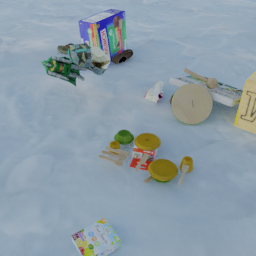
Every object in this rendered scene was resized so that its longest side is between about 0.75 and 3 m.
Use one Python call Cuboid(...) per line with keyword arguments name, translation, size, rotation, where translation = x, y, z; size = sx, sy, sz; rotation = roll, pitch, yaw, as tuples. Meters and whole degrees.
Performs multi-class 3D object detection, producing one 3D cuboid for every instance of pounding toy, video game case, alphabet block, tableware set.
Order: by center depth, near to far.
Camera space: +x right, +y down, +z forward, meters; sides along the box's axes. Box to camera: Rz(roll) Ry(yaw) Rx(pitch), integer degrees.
Cuboid(name="tableware set", translation=(0.616, 0.860, 8.590), size=(2.743, 0.421, 1.848), rotation=(15, 39, 19))
Cuboid(name="alphabet block", translation=(5.119, -0.848, 9.613), size=(1.979, 1.944, 1.933), rotation=(26, 42, 31))
Cuboid(name="pounding toy", translation=(2.400, -1.087, 10.521), size=(1.476, 1.913, 0.888), rotation=(19, 2, 2))
Cuboid(name="video game case", translation=(3.406, -1.622, 11.443), size=(2.679, 0.295, 2.442), rotation=(27, 28, 31))

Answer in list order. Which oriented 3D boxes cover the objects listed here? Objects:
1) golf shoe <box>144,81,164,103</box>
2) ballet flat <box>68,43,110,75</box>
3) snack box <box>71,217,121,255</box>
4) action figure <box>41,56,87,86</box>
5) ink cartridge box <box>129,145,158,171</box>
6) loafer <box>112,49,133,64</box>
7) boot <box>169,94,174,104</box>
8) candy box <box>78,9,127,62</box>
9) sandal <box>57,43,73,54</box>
Cuboid(name="golf shoe", translation=(1.238, -1.503, 11.767), size=(0.666, 0.548, 1.456), rotation=(32, 46, 12))
Cuboid(name="ballet flat", translation=(-1.189, -2.616, 10.692), size=(1.034, 1.034, 2.786), rotation=(13, 10, 16))
Cuboid(name="snack box", translation=(-0.727, 2.578, 6.401), size=(0.893, 0.302, 0.753), rotation=(-21, 41, -28))
Cuboid(name="action figure", translation=(-2.487, -2.310, 10.891), size=(0.590, 1.274, 2.156), rotation=(21, 11, 31))
Cuboid(name="ink cartridge box", translation=(0.521, 0.755, 8.808), size=(0.700, 0.323, 1.284), rotation=(10, 37, 12))
Cuboid(name="loafer", translation=(-0.197, -3.671, 14.657), size=(1.416, 0.517, 0.503), rotation=(-35, 58, -29))
Cuboid(name="boot", translation=(2.413, -1.263, 11.484), size=(1.335, 0.429, 1.244), rotation=(10, 36, 20))
Cuboid(name="candy box", translation=(-1.182, -4.613, 14.355), size=(1.032, 2.265, 2.678), rotation=(19, 42, 28))
Cuboid(name="sandal", translation=(-3.065, -4.441, 15.584), size=(1.822, 0.520, 0.723), rotation=(11, 38, 14))
